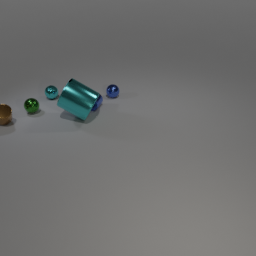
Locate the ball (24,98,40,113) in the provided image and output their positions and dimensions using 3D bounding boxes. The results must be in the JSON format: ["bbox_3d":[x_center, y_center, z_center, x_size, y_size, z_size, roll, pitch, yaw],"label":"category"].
[{"bbox_3d":[-4.510,-1.055,13.113,0.700,0.700,0.700,0,31,0],"label":"ball"}]

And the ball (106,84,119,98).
[{"bbox_3d":[-0.797,-1.938,14.661,0.700,0.700,0.700,0,31,0],"label":"ball"}]

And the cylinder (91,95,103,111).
[{"bbox_3d":[-1.663,-1.284,13.578,0.700,0.700,0.700,9,32,14],"label":"cylinder"}]

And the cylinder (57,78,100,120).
[{"bbox_3d":[-2.185,-1.257,12.361,1.400,1.400,1.400,29,31,-8],"label":"cylinder"}]

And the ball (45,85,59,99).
[{"bbox_3d":[-3.953,-1.856,14.486,0.700,0.700,0.700,0,31,0],"label":"ball"}]

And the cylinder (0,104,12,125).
[{"bbox_3d":[-5.379,-0.577,12.097,0.700,0.700,0.700,8,63,-17],"label":"cylinder"}]
